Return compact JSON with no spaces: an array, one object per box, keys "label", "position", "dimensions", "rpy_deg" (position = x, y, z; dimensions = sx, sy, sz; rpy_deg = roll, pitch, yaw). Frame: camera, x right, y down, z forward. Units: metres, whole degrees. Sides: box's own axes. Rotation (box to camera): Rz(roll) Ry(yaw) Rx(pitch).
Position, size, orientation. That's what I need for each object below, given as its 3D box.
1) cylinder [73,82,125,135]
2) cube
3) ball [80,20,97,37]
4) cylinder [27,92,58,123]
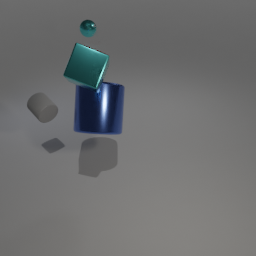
[{"label":"cylinder","position":[-0.828,-0.555,8.059],"dimensions":[1.400,1.400,1.400],"rpy_deg":[3,2,0]},{"label":"cube","position":[-0.820,-1.198,5.703],"dimensions":[0.700,0.700,0.700],"rpy_deg":[21,-1,-4]},{"label":"ball","position":[-1.657,-4.129,11.633],"dimensions":[0.700,0.700,0.700],"rpy_deg":[0,32,0]},{"label":"cylinder","position":[-2.665,-0.636,8.747],"dimensions":[0.700,0.700,0.700],"rpy_deg":[-27,58,-36]}]
